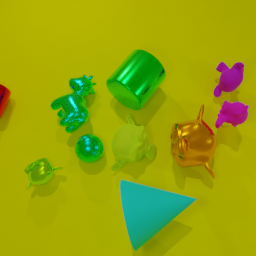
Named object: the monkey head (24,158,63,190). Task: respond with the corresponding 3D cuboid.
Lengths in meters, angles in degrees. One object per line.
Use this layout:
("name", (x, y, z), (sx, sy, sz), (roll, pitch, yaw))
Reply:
("monkey head", (-2.280, 1.140, 7.349), (1.081, 0.778, 0.651), (-31, 93, -6))

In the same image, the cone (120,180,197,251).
("cone", (0.767, 1.768, 6.294), (1.568, 1.562, 1.562), (-13, 70, 3))

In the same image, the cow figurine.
("cow figurine", (-1.401, -0.751, 7.937), (1.490, 0.831, 1.514), (-33, 55, -5))

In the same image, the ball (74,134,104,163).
("ball", (-1.034, 0.547, 7.495), (0.785, 0.785, 0.785), (0, 69, 0))

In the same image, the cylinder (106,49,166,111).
("cylinder", (0.230, -1.357, 7.967), (1.253, 1.253, 1.253), (35, 73, 12))

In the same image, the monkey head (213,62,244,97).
("monkey head", (2.865, -1.503, 8.082), (0.891, 1.238, 0.746), (44, 42, 14))

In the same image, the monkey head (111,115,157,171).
("monkey head", (0.150, 0.471, 7.619), (0.986, 1.177, 1.636), (4, 70, 41))

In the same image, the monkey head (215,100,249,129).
("monkey head", (2.760, -0.285, 7.445), (0.718, 1.191, 0.857), (26, 75, 16))

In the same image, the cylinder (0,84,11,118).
("cylinder", (-3.877, -0.800, 7.988), (0.807, 0.807, 0.807), (11, 68, 4))

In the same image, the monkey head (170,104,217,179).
("monkey head", (1.716, 0.395, 7.200), (1.192, 1.423, 1.978), (-8, 87, 7))
